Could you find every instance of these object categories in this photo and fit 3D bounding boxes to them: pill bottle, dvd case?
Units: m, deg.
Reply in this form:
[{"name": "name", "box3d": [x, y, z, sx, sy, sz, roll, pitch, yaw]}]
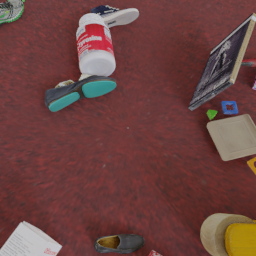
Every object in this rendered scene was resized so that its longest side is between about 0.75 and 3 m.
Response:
[{"name": "pill bottle", "box3d": [-1.103, -2.746, 9.268, 1.147, 1.147, 2.043, -8, 63, -4]}, {"name": "dvd case", "box3d": [2.816, -1.929, 8.425, 0.214, 1.994, 2.682, 31, 65, -9]}]

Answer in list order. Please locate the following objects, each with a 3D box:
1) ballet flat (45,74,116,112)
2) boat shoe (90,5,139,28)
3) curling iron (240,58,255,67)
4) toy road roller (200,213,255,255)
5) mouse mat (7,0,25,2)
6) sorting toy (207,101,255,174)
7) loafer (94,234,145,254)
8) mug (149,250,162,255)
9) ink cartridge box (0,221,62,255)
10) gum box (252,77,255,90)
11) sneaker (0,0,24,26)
[{"name": "ballet flat", "box3d": [-1.525, -1.267, 8.740, 2.294, 0.838, 0.838, -22, 65, -9]}, {"name": "boat shoe", "box3d": [-0.543, -4.222, 10.287, 1.775, 0.663, 0.823, -19, 72, -9]}, {"name": "curling iron", "box3d": [4.215, -2.270, 9.178, 2.561, 0.327, 0.635, 5, 63, 19]}, {"name": "toy road roller", "box3d": [3.144, 3.040, 5.989, 2.940, 1.807, 2.146, 5, 74, 2]}, {"name": "mouse mat", "box3d": [-4.502, -5.202, 11.168, 0.662, 0.031, 0.823, -21, 66, -11]}, {"name": "sorting toy", "box3d": [3.119, 0.295, 8.141, 1.359, 0.329, 2.414, -13, 62, -10]}, {"name": "loafer", "box3d": [-0.191, 2.798, 6.783, 1.257, 0.454, 0.457, -5, 60, -9]}, {"name": "mug", "box3d": [0.774, 3.372, 6.451, 0.899, 0.600, 0.798, 29, 65, 18]}, {"name": "ink cartridge box", "box3d": [-2.432, 3.163, 6.089, 0.805, 1.394, 1.909, 29, 67, 14]}, {"name": "gum box", "box3d": [4.503, -1.648, 9.167, 0.555, 0.323, 0.977, 22, 65, 11]}, {"name": "sneaker", "box3d": [-4.642, -4.259, 10.251, 0.728, 0.795, 1.866, 39, 69, 18]}]
